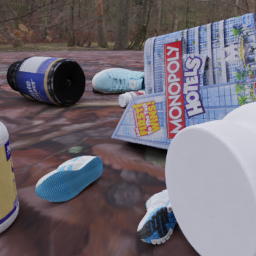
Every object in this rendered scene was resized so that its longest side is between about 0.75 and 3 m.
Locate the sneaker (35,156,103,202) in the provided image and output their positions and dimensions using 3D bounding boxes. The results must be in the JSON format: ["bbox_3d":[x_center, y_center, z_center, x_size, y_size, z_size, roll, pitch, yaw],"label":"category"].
[{"bbox_3d":[-0.941,0.778,4.346,0.494,0.468,1.223,-4,10,36],"label":"sneaker"}]

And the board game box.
[{"bbox_3d":[1.072,-0.614,5.535,2.873,2.875,0.887,-6,-7,26],"label":"board game box"}]

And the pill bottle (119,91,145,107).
[{"bbox_3d":[0.160,-0.973,9.482,0.880,0.502,0.502,-12,22,-33],"label":"pill bottle"}]

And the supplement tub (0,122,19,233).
[{"bbox_3d":[-1.977,0.492,3.365,1.105,1.520,1.105,0,18,0],"label":"supplement tub"}]

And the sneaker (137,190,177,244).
[{"bbox_3d":[0.381,1.080,3.556,0.475,0.411,1.097,-3,10,36],"label":"sneaker"}]

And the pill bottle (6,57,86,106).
[{"bbox_3d":[-3.028,-1.740,10.065,2.850,1.594,1.594,12,22,35],"label":"pill bottle"}]

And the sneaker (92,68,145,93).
[{"bbox_3d":[0.038,-1.902,11.420,2.879,1.064,1.180,-7,15,-19],"label":"sneaker"}]

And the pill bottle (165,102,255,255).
[{"bbox_3d":[2.007,0.458,3.249,2.891,1.675,1.675,-9,20,-24],"label":"pill bottle"}]

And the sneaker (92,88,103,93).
[{"bbox_3d":[-1.358,-1.703,12.006,0.439,0.309,0.827,-5,20,-23],"label":"sneaker"}]
